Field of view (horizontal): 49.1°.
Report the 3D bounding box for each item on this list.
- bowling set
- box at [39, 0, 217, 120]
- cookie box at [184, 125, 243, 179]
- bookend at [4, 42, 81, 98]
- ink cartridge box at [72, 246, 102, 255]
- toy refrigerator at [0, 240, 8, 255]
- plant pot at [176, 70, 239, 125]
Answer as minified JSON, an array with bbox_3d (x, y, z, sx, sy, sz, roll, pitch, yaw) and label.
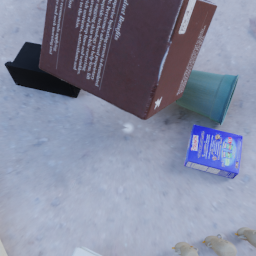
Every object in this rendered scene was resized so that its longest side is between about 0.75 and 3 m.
[{"bbox_3d":[2.194,3.224,6.394,2.228,1.196,1.551,-6,80,-5],"label":"bowling set"},{"bbox_3d":[-0.027,-2.111,6.463,2.963,2.458,2.433,28,28,19],"label":"box"},{"bbox_3d":[2.417,0.653,7.958,1.415,0.532,1.210,15,62,8],"label":"cookie box"},{"bbox_3d":[-2.437,-2.351,9.328,2.224,1.025,2.210,12,61,7],"label":"bookend"},{"bbox_3d":[-0.728,4.194,5.652,2.013,1.168,2.790,21,63,11],"label":"ink cartridge box"},{"bbox_3d":[-3.843,2.614,6.601,1.123,1.035,2.958,-31,66,-16],"label":"toy refrigerator"},{"bbox_3d":[2.339,-1.047,8.439,1.507,1.538,1.538,21,63,20],"label":"plant pot"}]
